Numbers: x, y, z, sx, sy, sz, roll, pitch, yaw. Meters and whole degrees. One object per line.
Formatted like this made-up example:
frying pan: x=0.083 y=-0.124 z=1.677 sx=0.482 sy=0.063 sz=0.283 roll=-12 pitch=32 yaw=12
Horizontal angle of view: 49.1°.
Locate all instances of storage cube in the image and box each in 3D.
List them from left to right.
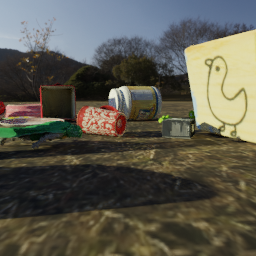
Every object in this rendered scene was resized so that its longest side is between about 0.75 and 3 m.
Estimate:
storage cube: x=-3.385 y=-1.177 z=13.441 sx=1.540 sy=1.802 sz=1.620 roll=-3 pitch=1 yaw=-18

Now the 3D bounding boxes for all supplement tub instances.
supplement tub: x=0.345 y=-1.242 z=14.062 sx=2.327 sy=1.683 sz=1.683 roll=-3 pitch=7 yaw=-21

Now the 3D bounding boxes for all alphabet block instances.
alphabet block: x=3.871 y=-1.394 z=8.282 sx=2.938 sy=2.922 sz=2.992 roll=-18 pitch=12 yaw=-18

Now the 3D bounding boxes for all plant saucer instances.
plant saucer: x=-5.623 y=-0.967 z=15.840 sx=2.916 sy=0.739 sz=2.916 roll=-1 pitch=7 yaw=0

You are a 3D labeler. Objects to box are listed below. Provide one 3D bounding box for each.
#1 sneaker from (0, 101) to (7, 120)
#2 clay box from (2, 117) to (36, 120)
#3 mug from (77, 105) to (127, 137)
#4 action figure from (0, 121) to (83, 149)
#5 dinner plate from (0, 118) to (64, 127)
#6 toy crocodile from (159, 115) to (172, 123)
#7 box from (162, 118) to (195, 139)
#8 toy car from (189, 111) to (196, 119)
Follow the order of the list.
sneaker: x=-7.488 y=-0.950 z=13.904 sx=2.695 sy=1.144 sz=1.038 roll=-2 pitch=7 yaw=-17
clay box: x=-4.749 y=-0.325 z=12.257 sx=0.720 sy=0.298 sz=1.253 roll=6 pitch=9 yaw=43
mug: x=-0.745 y=-0.316 z=8.845 sx=1.371 sy=1.217 sz=0.915 roll=9 pitch=-22 yaw=30
action figure: x=-2.096 y=0.134 z=6.859 sx=2.131 sy=0.583 sz=1.259 roll=-4 pitch=12 yaw=18
dinner plate: x=-3.746 y=-0.167 z=11.021 sx=2.432 sy=0.295 sz=2.432 roll=-1 pitch=7 yaw=0
toy crocodile: x=1.756 y=-0.360 z=12.674 sx=0.345 sy=0.316 sz=1.022 roll=49 pitch=29 yaw=22
box: x=1.570 y=-0.003 z=8.637 sx=0.856 sy=0.540 sz=0.871 roll=1 pitch=7 yaw=22
toy car: x=4.060 y=-1.276 z=14.734 sx=1.310 sy=1.595 sz=1.258 roll=-3 pitch=8 yaw=-29
